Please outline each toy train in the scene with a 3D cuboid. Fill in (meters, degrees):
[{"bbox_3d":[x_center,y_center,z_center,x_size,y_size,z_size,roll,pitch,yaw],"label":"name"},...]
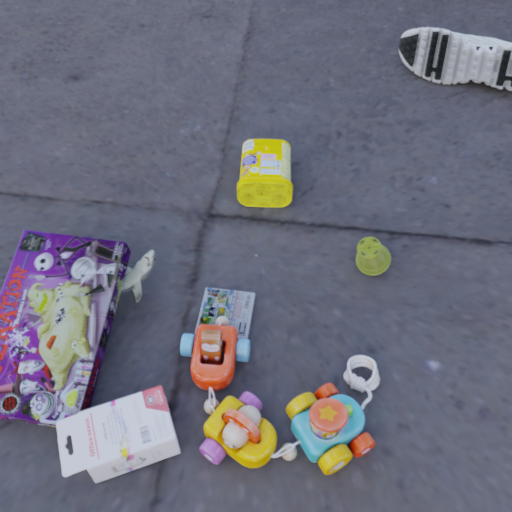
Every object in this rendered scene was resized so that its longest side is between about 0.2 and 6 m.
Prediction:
[{"bbox_3d":[0.258,1.801,7.836,3.006,0.836,2.258,8,53,6],"label":"toy train"}]

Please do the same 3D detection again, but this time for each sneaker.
[{"bbox_3d":[5.069,-4.773,13.456,3.267,1.228,1.324,19,35,15],"label":"sneaker"}]

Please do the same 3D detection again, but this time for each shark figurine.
[{"bbox_3d":[-2.261,0.436,9.233,1.395,0.582,0.833,-10,78,7],"label":"shark figurine"}]

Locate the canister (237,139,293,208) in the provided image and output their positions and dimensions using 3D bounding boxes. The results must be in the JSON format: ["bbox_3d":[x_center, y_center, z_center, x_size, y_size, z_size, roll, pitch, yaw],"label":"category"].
[{"bbox_3d":[0.186,-1.655,11.005,1.056,0.615,1.422,2,48,2],"label":"canister"}]

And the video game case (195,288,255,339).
[{"bbox_3d":[-0.493,0.943,9.110,0.843,0.102,0.924,6,51,5],"label":"video game case"}]

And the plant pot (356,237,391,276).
[{"bbox_3d":[1.933,-0.040,9.425,0.599,0.551,0.599,-7,66,17],"label":"plant pot"}]

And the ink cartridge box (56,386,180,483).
[{"bbox_3d":[-1.856,2.436,7.543,1.473,0.497,0.858,-16,49,-11],"label":"ink cartridge box"}]

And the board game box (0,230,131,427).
[{"bbox_3d":[-3.061,1.022,8.378,1.725,0.464,2.875,5,64,8],"label":"board game box"}]
